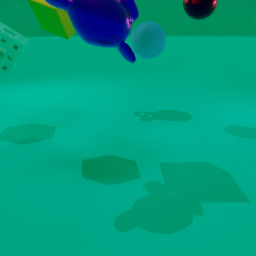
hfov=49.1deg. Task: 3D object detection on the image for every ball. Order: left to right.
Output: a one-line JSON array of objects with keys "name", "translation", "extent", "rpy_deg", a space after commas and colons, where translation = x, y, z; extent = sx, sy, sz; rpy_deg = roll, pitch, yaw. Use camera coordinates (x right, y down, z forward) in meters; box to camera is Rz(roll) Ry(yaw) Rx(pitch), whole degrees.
[{"name": "ball", "translation": [0.749, -3.180, 10.199], "extent": [1.289, 1.289, 1.289], "rpy_deg": [0, 20, 0]}, {"name": "ball", "translation": [2.245, -3.918, 8.697], "extent": [1.060, 1.060, 1.060], "rpy_deg": [0, 20, 0]}]

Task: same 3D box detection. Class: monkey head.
[{"name": "monkey head", "translation": [-0.554, -2.031, 5.227], "extent": [1.914, 1.154, 1.377], "rpy_deg": [32, -13, -20]}]

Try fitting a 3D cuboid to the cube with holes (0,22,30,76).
[{"name": "cube with holes", "translation": [-3.836, -2.446, 8.546], "extent": [1.081, 1.081, 1.081], "rpy_deg": [29, 18, -21]}]

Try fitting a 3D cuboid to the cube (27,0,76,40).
[{"name": "cube", "translation": [-1.578, -2.777, 6.487], "extent": [0.883, 0.883, 0.883], "rpy_deg": [27, 68, 22]}]
